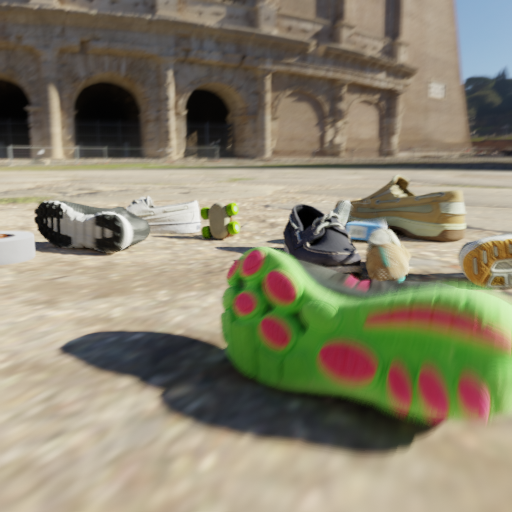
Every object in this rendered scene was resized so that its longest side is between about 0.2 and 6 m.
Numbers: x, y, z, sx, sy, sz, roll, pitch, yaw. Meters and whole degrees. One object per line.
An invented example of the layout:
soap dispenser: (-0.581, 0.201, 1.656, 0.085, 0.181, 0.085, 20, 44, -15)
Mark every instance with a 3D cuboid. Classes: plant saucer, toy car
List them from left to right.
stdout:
toy car: (-0.586, -0.700, 11.723, 0.788, 0.757, 0.959, -7, -5, 27)
plant saucer: (1.582, -0.691, 10.973, 0.218, 0.868, 0.868, 20, 17, 18)

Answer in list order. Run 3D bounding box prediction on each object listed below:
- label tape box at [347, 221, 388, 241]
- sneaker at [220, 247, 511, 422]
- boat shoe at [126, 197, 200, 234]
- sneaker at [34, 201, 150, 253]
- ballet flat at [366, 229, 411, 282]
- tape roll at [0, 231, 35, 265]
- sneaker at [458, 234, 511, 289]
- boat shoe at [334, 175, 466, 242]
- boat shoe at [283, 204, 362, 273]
label tape box: (2.288, -0.511, 11.455, 0.733, 0.338, 1.022, 6, 6, 17)
sneaker: (0.792, 0.626, 4.465, 2.890, 1.109, 1.211, 14, -1, 44)
boat shoe: (-2.444, -0.907, 12.333, 2.415, 0.794, 0.869, 1, 11, 5)
sneaker: (-3.069, -0.562, 10.624, 2.578, 0.857, 1.166, 10, 11, 31)
ballet flat: (1.916, -0.072, 8.218, 0.692, 0.641, 1.963, -13, 6, 10)
tape roll: (-4.374, -0.137, 9.410, 1.213, 0.401, 1.213, 1, 11, 0)
sneaker: (3.939, -0.035, 7.693, 2.281, 0.863, 1.000, 2, 11, 5)
boat shoe: (3.071, -1.140, 12.291, 1.190, 1.265, 3.321, -10, 15, -42)
boat shoe: (0.977, -0.312, 9.046, 1.005, 0.867, 2.766, 0, 11, -9)
